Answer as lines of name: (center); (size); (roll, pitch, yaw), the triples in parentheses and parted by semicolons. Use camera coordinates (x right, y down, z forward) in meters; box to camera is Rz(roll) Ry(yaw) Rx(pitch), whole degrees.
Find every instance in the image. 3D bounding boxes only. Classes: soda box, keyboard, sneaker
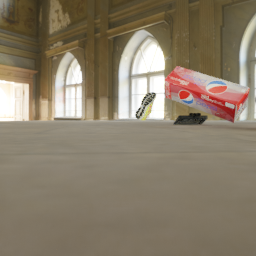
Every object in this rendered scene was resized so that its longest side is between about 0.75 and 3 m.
soda box: (2.688, -1.250, 9.914); (2.826, 0.896, 0.989); (26, 60, 33)
keyboard: (2.565, -0.341, 11.264); (1.349, 0.173, 0.810); (-1, -35, -21)
sneaker: (0.854, -0.936, 12.272); (0.546, 1.396, 0.630); (34, 2, 40)
